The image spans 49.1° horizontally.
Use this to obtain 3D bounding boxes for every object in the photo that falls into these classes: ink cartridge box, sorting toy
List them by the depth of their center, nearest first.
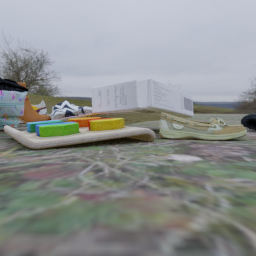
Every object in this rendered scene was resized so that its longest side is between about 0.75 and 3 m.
[{"bbox_3d":[-0.842,0.015,4.492,1.985,0.362,1.837,-2,4,-29],"label":"sorting toy"},{"bbox_3d":[-0.015,-0.451,6.255,2.291,0.581,2.600,-6,-5,28],"label":"ink cartridge box"}]

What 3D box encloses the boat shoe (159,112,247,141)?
[{"bbox_3d":[1.224,-0.038,4.668,1.410,0.444,0.514,1,4,20],"label":"boat shoe"}]

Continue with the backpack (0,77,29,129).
[{"bbox_3d":[-3.334,-0.638,6.343,1.713,1.300,2.053,24,11,22],"label":"backpack"}]

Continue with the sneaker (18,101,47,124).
[{"bbox_3d":[-4.046,-0.612,10.274,2.029,0.914,0.760,-1,4,-19],"label":"sneaker"}]

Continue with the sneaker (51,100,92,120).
[{"bbox_3d":[-1.710,-0.561,8.931,1.507,0.602,0.981,-12,38,-16],"label":"sneaker"}]

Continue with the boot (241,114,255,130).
[{"bbox_3d":[3.115,-0.114,6.905,0.995,0.396,1.208,1,7,41],"label":"boot"}]

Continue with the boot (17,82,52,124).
[{"bbox_3d":[-3.169,-0.743,8.638,1.701,1.316,0.627,2,-2,-22],"label":"boot"}]
